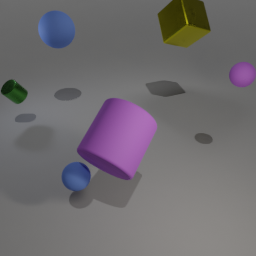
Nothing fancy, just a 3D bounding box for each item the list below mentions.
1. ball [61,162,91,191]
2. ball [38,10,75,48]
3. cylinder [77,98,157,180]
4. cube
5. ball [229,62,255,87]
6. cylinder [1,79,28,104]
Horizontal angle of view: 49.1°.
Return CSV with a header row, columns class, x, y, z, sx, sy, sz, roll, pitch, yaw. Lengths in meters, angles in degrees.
class,x,y,z,sx,sy,sz,roll,pitch,yaw
ball,-1.251,1.170,6.777,0.700,0.700,0.700,0,32,0
ball,-2.777,-3.840,10.957,1.400,1.400,1.400,0,32,0
cylinder,-0.236,0.264,6.456,1.400,1.400,1.400,18,69,27
cube,2.271,-4.314,11.448,1.400,1.400,1.400,-2,-14,-35
ball,3.200,-1.492,7.840,0.700,0.700,0.700,0,32,0
cylinder,-4.344,-1.382,10.723,0.700,0.700,0.700,-13,57,21
